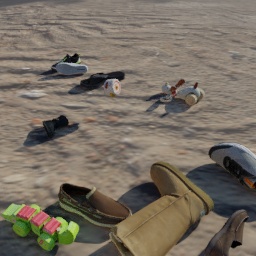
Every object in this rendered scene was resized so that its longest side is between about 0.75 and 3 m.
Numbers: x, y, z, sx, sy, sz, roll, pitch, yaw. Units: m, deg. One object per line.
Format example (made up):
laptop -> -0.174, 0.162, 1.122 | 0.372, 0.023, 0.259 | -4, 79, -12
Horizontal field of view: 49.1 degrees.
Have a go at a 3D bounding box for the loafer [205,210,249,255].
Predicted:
loafer -> 2.615, 2.743, 7.073 | 1.661, 0.606, 0.589 | -33, 53, -30

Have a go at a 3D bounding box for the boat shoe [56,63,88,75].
boat shoe -> -3.314, -3.499, 16.645 | 1.862, 0.685, 0.622 | 5, 17, -8

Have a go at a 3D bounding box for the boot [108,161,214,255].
boot -> 0.625, 2.165, 7.606 | 2.736, 0.905, 2.396 | -26, 38, -30

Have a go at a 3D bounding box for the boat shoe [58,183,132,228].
boat shoe -> -0.971, 2.081, 7.759 | 2.246, 0.831, 0.830 | 10, 34, 16

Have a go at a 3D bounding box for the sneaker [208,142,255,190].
sneaker -> 3.711, 1.291, 8.904 | 2.619, 0.968, 1.038 | 28, 47, 36

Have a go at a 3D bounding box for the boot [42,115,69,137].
boot -> -2.906, -0.122, 11.483 | 0.998, 0.454, 1.188 | -18, 31, -19

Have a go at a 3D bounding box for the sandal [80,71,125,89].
sandal -> -1.449, -2.809, 15.479 | 2.829, 0.606, 1.076 | -24, 40, -32

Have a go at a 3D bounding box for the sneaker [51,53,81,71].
sneaker -> -3.868, -4.155, 17.302 | 2.110, 0.874, 0.756 | -27, 42, -35

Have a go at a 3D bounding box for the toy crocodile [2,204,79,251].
toy crocodile -> -2.312, 2.466, 7.291 | 2.277, 0.703, 0.769 | 15, 36, 23

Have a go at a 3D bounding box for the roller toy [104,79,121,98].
roller toy -> -0.663, -1.759, 12.172 | 0.538, 0.703, 0.770 | 0, 33, 33

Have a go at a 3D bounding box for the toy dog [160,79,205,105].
toy dog -> 2.667, -1.914, 13.699 | 2.176, 1.048, 1.435 | 9, 34, 13
